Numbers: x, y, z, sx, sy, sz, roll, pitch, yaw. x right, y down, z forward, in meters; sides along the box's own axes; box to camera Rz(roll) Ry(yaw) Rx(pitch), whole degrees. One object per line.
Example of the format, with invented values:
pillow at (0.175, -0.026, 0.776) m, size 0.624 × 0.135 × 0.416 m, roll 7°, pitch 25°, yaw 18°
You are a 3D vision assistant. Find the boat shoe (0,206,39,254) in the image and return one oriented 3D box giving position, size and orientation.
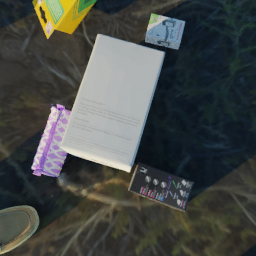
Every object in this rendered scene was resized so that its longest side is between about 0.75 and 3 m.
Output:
boat shoe at (-3.678, 2.768, 6.878) m, size 2.913 × 0.967 × 1.078 m, roll -23°, pitch 79°, yaw -5°

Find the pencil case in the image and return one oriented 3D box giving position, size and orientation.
pencil case at (-1.937, 0.343, 7.481) m, size 0.807 × 0.822 × 1.923 m, roll 13°, pitch 79°, yaw 2°

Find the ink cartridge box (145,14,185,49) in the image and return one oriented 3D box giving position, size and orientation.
ink cartridge box at (1.108, -2.873, 8.362) m, size 1.034 × 0.434 × 0.752 m, roll 14°, pitch 78°, yaw 3°

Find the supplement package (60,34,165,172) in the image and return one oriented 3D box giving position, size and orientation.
supplement package at (-0.321, -0.544, 7.199) m, size 1.713 × 1.719 × 2.930 m, roll 17°, pitch 78°, yaw 3°

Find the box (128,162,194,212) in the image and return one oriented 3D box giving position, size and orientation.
box at (0.807, 1.503, 7.187) m, size 1.459 × 0.892 × 0.774 m, roll 20°, pitch 77°, yaw 3°

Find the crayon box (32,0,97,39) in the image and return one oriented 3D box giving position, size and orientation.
crayon box at (-1.637, -3.886, 7.892) m, size 2.515 × 0.649 × 1.581 m, roll -38°, pitch 67°, yaw 33°
